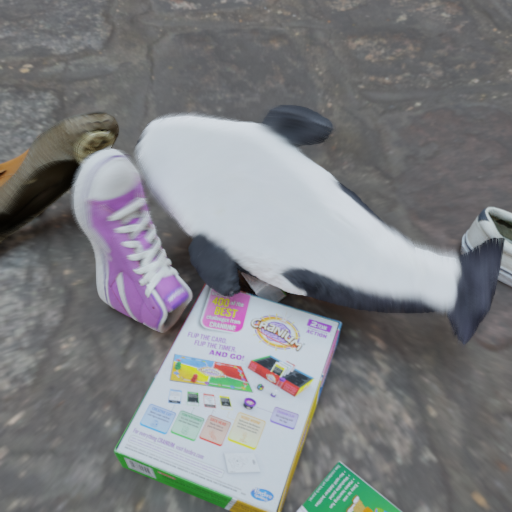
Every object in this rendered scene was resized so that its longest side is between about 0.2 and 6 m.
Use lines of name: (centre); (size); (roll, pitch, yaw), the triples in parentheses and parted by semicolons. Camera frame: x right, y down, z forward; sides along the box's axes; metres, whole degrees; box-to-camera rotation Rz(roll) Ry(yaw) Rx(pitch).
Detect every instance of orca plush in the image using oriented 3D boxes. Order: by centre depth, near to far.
orca plush: (0.740, -0.535, 7.131); (4.502, 1.600, 2.369); (12, 94, 13)

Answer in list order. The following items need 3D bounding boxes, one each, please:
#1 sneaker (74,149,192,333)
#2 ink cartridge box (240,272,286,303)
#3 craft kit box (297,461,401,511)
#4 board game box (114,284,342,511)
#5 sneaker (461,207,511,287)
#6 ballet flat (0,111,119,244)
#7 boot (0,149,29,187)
sneaker: (-1.311, -0.066, 6.688); (1.360, 2.386, 0.865); (29, 51, 29)
ink cartridge box: (0.024, 0.266, 7.605); (0.317, 0.550, 0.753); (-38, 55, 1)
craft kit box: (0.918, 3.352, 5.017); (2.111, 0.519, 2.138); (33, 58, 29)
board game box: (-0.216, 1.584, 6.577); (1.866, 0.492, 2.439); (17, 52, 13)
sneaker: (4.037, 0.156, 7.495); (2.538, 0.898, 0.927); (25, 55, 19)
ballet flat: (-3.082, -0.885, 7.779); (3.041, 1.024, 0.705); (-34, 65, 9)
boot: (-3.982, -1.337, 9.003); (1.322, 0.653, 1.702); (-3, 57, 3)
